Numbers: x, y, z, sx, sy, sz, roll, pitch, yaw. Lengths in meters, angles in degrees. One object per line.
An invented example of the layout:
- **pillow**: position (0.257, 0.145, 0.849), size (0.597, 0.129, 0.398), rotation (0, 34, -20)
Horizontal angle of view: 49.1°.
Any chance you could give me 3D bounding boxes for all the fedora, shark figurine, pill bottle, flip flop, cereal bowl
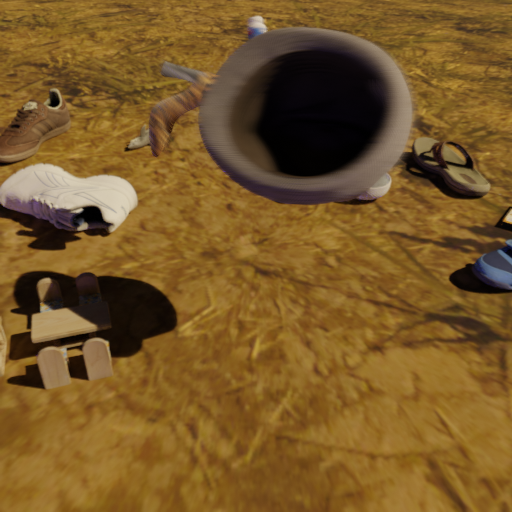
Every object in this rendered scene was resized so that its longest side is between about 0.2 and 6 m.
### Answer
- **fedora**: position (0.738, -1.681, 7.541), size (2.776, 1.254, 2.455), rotation (23, 80, 26)
- **shark figurine**: position (-2.881, -3.478, 15.939), size (0.642, 1.538, 0.919), rotation (46, 10, 1)
- **pill bottle**: position (0.024, -4.448, 11.318), size (0.377, 0.672, 0.377), rotation (-10, 2, 0)
- **flip flop**: position (4.985, -2.444, 14.290), size (1.163, 0.826, 2.868), rotation (-7, 35, -10)
- **cereal bowl**: position (2.606, -1.680, 13.461), size (1.194, 0.497, 1.194), rotation (0, 33, 0)

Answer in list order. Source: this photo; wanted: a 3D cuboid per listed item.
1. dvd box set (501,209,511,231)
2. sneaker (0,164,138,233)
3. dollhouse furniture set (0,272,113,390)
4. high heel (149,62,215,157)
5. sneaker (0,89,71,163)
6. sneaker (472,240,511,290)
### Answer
- **dvd box set**: position (6.066, -0.811, 12.471), size (0.851, 0.171, 1.163), rotation (22, 39, 29)
- **sneaker**: position (-4.241, -1.200, 12.262), size (3.084, 1.149, 1.343), rotation (4, 39, 6)
- **dollhouse furniture set**: position (-3.389, 0.958, 8.768), size (2.085, 1.385, 1.827), rotation (-10, 35, -14)
- **high heel**: position (-1.186, -2.379, 9.655), size (1.173, 1.645, 0.587), rotation (17, 19, 1)
- **sneaker**: position (-6.491, -3.740, 15.845), size (1.148, 1.231, 3.259), rotation (8, 35, 12)
- **sneaker**: position (5.285, -0.057, 10.584), size (2.556, 1.051, 0.945), rotation (-10, 38, -12)
